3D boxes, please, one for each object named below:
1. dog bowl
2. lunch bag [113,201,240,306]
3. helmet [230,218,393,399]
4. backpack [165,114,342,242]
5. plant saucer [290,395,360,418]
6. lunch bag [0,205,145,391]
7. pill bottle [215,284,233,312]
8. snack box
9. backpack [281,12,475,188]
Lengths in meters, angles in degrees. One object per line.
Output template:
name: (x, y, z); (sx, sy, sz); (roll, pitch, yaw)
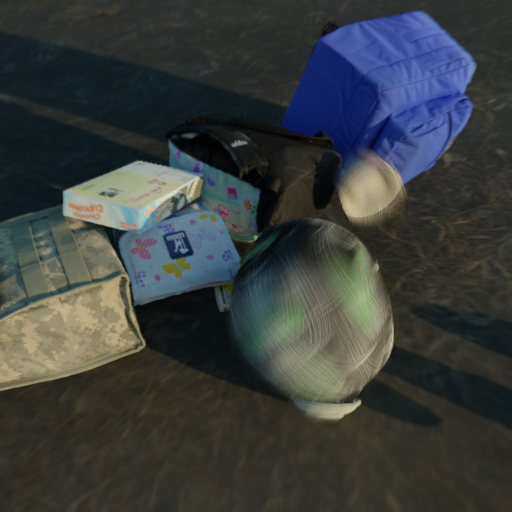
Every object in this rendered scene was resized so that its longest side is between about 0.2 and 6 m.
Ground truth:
dog bowl: (2.042, -1.289, 10.344); (1.197, 1.197, 0.441); (-13, 52, -16)
lunch bag: (-1.400, -0.044, 9.571); (1.836, 1.377, 2.166); (-13, 26, -15)
helmet: (0.765, 0.825, 7.927); (2.345, 2.345, 2.236); (3, 44, 3)
backpack: (-0.314, -1.595, 11.195); (3.309, 2.094, 2.761); (23, 33, 26)
plant saucer: (0.956, 2.091, 7.777); (0.963, 0.242, 0.963); (2, -6, 0)
lunch bag: (-3.639, 0.644, 8.619); (3.073, 1.806, 2.520); (-19, 38, -18)
pill bottle: (-0.272, 0.669, 9.650); (0.818, 0.455, 0.455); (-11, 40, -11)
snack box: (-1.980, -1.061, 9.503); (1.368, 0.437, 2.355); (14, 25, 15)
backpack: (3.029, -3.395, 12.760); (3.915, 3.181, 3.285); (-33, 77, -35)
